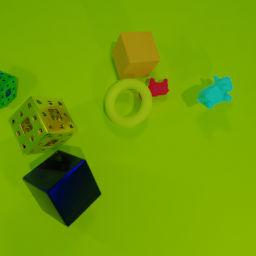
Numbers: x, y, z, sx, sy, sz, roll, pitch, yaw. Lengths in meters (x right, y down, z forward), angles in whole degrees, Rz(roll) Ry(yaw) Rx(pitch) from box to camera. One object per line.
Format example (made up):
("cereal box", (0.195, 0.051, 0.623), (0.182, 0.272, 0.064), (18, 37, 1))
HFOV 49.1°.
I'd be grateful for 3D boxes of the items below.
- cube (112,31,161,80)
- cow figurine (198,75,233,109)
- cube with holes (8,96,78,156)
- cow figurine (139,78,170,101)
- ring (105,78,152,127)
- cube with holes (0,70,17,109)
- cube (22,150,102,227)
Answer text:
("cube", (0.219, -2.157, 8.360), (0.998, 0.998, 0.998), (-10, 74, -22))
("cow figurine", (2.418, -1.014, 7.784), (1.157, 1.138, 0.635), (-24, 109, -1))
("cube with holes", (-2.261, -0.061, 7.478), (1.096, 1.096, 1.096), (-37, 73, 27))
("cow figurine", (0.787, -1.062, 8.390), (0.906, 0.497, 0.891), (3, 63, 11))
("ring", (-0.001, -0.726, 8.011), (1.416, 0.283, 1.416), (-3, 80, 20))
("cube with holes", (-3.815, -1.159, 8.175), (0.745, 0.745, 0.745), (22, 40, 7))
("cube", (-1.584, 1.425, 6.842), (1.170, 1.170, 1.170), (12, 42, 42))
